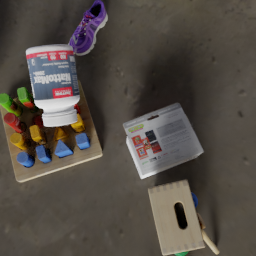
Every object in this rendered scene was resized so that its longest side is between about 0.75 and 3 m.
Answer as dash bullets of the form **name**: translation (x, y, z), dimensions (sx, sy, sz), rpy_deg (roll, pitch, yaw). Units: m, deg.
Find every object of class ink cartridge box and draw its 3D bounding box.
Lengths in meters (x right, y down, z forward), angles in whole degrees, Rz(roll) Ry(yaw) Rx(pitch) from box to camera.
- **ink cartridge box**: translation (0.986, 0.376, 8.439), dimensions (1.918, 0.804, 1.684), rpy_deg (-20, 74, -6)

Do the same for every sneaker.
- **sneaker**: translation (-1.434, -3.489, 9.605), dimensions (0.868, 0.899, 2.154), rpy_deg (22, 75, 7)

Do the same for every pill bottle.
- **pill bottle**: translation (-1.836, -1.059, 7.101), dimensions (1.146, 1.146, 1.917), rpy_deg (-7, 101, -2)

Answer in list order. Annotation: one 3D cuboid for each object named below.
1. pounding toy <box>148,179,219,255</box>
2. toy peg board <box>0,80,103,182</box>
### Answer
- **pounding toy**: translation (1.519, 2.497, 7.381), dimensions (1.432, 1.854, 2.014), rpy_deg (-14, 71, 6)
- **toy peg board**: translation (-2.446, -0.126, 8.339), dimensions (2.673, 1.308, 2.662), rpy_deg (-18, 73, -5)
